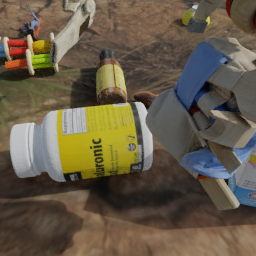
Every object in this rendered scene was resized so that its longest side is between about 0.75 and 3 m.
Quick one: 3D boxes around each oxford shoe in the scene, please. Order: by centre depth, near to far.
[{"bbox_3d":[0.647,-0.856,8.601,1.021,0.363,0.370,9,49,9],"label":"oxford shoe"}]

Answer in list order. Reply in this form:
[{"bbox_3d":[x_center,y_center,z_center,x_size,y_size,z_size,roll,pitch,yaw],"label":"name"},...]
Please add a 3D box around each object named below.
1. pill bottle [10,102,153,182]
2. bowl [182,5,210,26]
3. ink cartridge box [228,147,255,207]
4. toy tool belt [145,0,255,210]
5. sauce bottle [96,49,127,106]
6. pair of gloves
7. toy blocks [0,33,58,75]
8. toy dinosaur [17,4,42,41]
[{"bbox_3d":[-1.008,0.342,6.388,2.920,1.625,1.625,-7,43,-6],"label":"pill bottle"},{"bbox_3d":[3.218,-5.307,13.121,1.302,0.701,1.302,-1,43,1],"label":"bowl"},{"bbox_3d":[3.317,0.119,5.638,1.882,2.928,1.834,10,44,10],"label":"ink cartridge box"},{"bbox_3d":[1.438,-0.276,3.512,1.703,2.728,1.677,-7,49,-30],"label":"toy tool belt"},{"bbox_3d":[-0.566,-1.627,9.023,0.936,0.936,2.835,-3,42,-3],"label":"sauce bottle"},{"bbox_3d":[-1.009,-2.778,6.183,0.431,2.457,2.089,25,50,-5],"label":"pair of gloves"},{"bbox_3d":[-3.865,-2.606,10.067,2.495,0.906,2.079,-9,43,-9],"label":"toy blocks"},{"bbox_3d":[-4.208,-4.503,12.516,1.789,0.939,1.623,51,31,-8],"label":"toy dinosaur"}]
